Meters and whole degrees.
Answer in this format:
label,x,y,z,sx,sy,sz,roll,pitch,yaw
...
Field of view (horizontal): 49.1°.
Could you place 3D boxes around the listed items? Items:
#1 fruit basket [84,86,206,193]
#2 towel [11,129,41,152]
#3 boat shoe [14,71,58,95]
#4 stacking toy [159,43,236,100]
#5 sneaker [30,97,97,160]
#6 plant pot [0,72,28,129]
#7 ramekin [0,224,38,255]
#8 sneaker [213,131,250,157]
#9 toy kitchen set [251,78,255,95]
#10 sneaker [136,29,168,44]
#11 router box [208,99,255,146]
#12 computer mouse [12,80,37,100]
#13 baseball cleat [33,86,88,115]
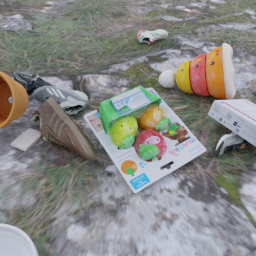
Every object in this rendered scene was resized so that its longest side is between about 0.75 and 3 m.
label,x,y,z,sx,sy,sz,roll,pitch,yaw
fruit basket,0.423,0.088,7.088,2.255,1.141,2.435,-25,58,-22
towel,-2.749,0.311,7.693,0.525,0.137,0.793,17,43,20
boat shoe,-3.183,-1.504,9.469,1.786,0.633,0.644,14,42,16
stacking toy,2.211,-1.692,9.281,2.473,1.807,1.807,-5,37,22
sneaker,-1.764,0.189,7.499,0.948,0.884,2.509,-41,52,-6
plant pot,-3.423,-0.753,7.489,1.568,1.568,1.097,9,7,11
ramekin,-2.237,2.536,4.419,1.767,0.927,1.767,0,40,0
sneaker,2.717,0.419,7.324,1.274,0.471,0.505,-26,51,-28
toy kitchen set,5.501,-0.803,8.538,1.571,2.136,2.666,-16,6,-19
sneaker,1.141,-4.096,12.784,1.464,0.516,0.685,-2,62,-10
router box,3.429,-0.135,7.549,1.704,0.464,1.898,-6,36,-39
computer mouse,-3.561,-1.214,9.227,1.338,0.308,0.939,-29,42,0
baseball cleat,-2.177,-0.865,8.722,1.783,0.622,0.949,3,40,4
